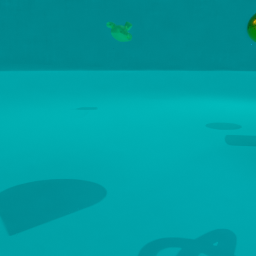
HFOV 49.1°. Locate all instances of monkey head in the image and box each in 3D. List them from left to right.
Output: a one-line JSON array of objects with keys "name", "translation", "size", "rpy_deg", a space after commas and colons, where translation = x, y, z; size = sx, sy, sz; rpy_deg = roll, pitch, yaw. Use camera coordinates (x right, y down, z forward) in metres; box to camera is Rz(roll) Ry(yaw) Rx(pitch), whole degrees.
[{"name": "monkey head", "translation": [-0.234, -4.096, 11.746], "size": [1.295, 0.932, 0.781], "rpy_deg": [36, 9, 11]}]

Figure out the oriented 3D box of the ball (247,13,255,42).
[{"name": "ball", "translation": [4.126, -3.064, 8.472], "size": [0.984, 0.984, 0.984], "rpy_deg": [0, 13, 0]}]
